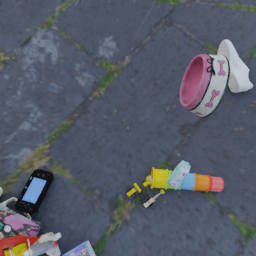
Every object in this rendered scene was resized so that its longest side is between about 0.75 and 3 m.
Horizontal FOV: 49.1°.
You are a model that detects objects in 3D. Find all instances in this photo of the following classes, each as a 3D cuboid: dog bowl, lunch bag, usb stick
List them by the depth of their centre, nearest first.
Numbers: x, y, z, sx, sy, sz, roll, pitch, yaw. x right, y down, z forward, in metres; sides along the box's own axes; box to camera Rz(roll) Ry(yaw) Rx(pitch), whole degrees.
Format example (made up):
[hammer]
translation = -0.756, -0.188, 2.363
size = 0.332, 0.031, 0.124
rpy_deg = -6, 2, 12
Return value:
[dog bowl]
translation = 2.078, -1.253, 7.938
size = 0.675, 1.830, 1.830
rpy_deg = 13, 74, -11
[lunch bag]
translation = 1.467, 1.306, 8.014
size = 0.371, 0.962, 0.772
rpy_deg = 33, 99, 10
[usb stick]
translation = -3.220, 2.480, 9.034
size = 0.872, 0.142, 0.242
rpy_deg = 43, 78, 11

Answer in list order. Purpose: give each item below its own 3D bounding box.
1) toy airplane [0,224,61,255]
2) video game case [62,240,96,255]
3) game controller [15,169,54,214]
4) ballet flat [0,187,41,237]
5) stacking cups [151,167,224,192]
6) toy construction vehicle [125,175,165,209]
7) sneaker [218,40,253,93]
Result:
[toy airplane]
translation = -2.761, 3.531, 7.812
size = 1.907, 1.915, 1.351
rpy_deg = -13, 49, -1
[video game case]
translation = -1.745, 4.926, 8.102
size = 2.460, 0.559, 2.230
rpy_deg = -29, 76, -8
[game controller]
translation = -2.957, 1.998, 8.904
size = 0.757, 0.306, 1.451
rpy_deg = 18, 55, 3
[ballet flat]
translation = -3.994, 2.488, 8.670
size = 2.931, 1.013, 1.043
rpy_deg = 33, 48, 1
[stacking cups]
translation = 1.888, 1.728, 8.964
size = 2.283, 0.691, 0.691
rpy_deg = 6, 74, 2
[toy construction vehicle]
translation = 0.563, 2.094, 9.073
size = 1.012, 0.356, 0.881
rpy_deg = -40, 75, -4
[sneaker]
translation = 3.941, -2.266, 10.199
size = 0.895, 0.761, 2.023
rpy_deg = -10, 79, -16
